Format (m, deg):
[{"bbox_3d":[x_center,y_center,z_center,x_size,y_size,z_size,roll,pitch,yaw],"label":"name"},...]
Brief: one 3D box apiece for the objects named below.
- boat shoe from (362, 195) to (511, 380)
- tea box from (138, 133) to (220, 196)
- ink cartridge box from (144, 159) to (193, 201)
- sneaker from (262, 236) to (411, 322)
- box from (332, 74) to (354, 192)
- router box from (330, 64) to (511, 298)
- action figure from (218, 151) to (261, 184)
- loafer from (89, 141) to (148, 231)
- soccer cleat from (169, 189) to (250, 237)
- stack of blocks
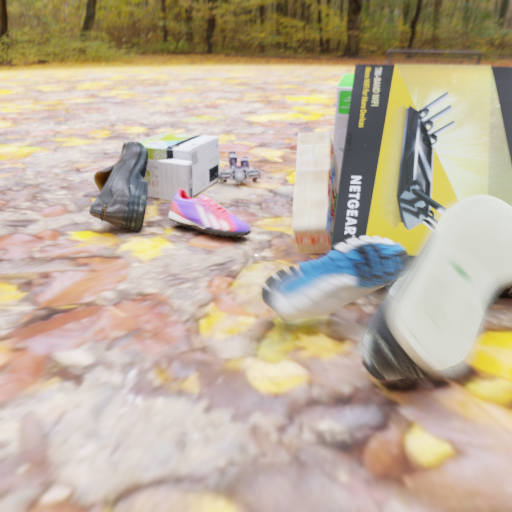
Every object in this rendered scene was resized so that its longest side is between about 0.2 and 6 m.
[{"bbox_3d":[2.426,0.291,7.046,1.194,1.124,3.326,43,54,9],"label":"boat shoe"},{"bbox_3d":[-2.018,-2.286,13.880,1.724,1.171,1.753,7,24,18],"label":"tea box"},{"bbox_3d":[-2.023,-1.759,12.900,1.166,0.948,0.333,13,29,22],"label":"ink cartridge box"},{"bbox_3d":[1.100,0.377,7.628,2.008,0.870,0.753,-17,57,4],"label":"sneaker"},{"bbox_3d":[2.567,-2.673,12.901,1.469,2.681,3.038,6,25,10],"label":"box"},{"bbox_3d":[3.095,-1.416,9.387,3.275,1.088,4.165,5,59,11],"label":"router box"},{"bbox_3d":[-0.417,-2.188,14.520,1.091,0.582,1.677,6,27,-5],"label":"action figure"},{"bbox_3d":[-2.881,-1.656,11.848,1.062,1.069,2.938,8,33,-17],"label":"loafer"},{"bbox_3d":[-0.912,-0.826,10.987,1.864,0.682,0.636,17,10,29],"label":"soccer cleat"},{"bbox_3d":[1.074,-1.060,9.970,0.591,1.162,2.018,-2,60,15],"label":"stack of blocks"}]
